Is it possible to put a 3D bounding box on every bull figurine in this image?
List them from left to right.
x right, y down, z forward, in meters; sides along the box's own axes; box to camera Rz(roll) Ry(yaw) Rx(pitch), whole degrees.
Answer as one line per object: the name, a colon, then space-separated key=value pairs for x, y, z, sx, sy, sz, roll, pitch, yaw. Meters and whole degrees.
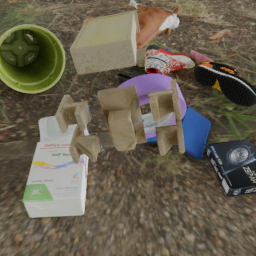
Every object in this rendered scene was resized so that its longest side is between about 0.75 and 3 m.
bull figurine: x=0.469 y=-3.311 z=8.903 sx=1.668 sy=0.895 sz=2.748 roll=27 pitch=48 yaw=19

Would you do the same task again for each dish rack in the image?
dish rack: x=0.256 y=-2.175 z=11.423 sx=0.944 sy=0.336 sz=1.231 roll=25 pitch=48 yaw=23

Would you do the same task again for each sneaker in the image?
sneaker: x=1.727 y=-2.530 z=11.593 sx=2.233 sy=0.746 sz=1.197 roll=14 pitch=71 yaw=-15
sneaker: x=3.902 y=-1.867 z=10.618 sx=1.241 sy=0.965 sz=2.758 roll=-32 pitch=50 yaw=-26

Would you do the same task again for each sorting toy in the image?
sorting toy: x=0.713 y=-3.075 z=12.393 sx=2.507 sy=0.342 sz=1.412 roll=-23 pitch=44 yaw=-23

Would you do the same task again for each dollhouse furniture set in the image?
dollhouse furniture set: x=-0.180 y=-0.790 z=5.751 sx=2.349 sy=2.558 sz=1.664 roll=-7 pitch=37 yaw=9

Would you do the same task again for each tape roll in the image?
tape roll: x=0.438 y=-0.445 z=6.575 sx=1.757 sy=1.757 sz=0.576 roll=-9 pitch=56 yaw=-9

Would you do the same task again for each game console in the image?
game console: x=1.598 y=0.124 z=9.085 sx=1.602 sy=1.110 sz=1.876 roll=-11 pitch=33 yaw=36

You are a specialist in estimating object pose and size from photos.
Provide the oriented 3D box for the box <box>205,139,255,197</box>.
box: x=3.133 y=1.079 z=7.929 sx=1.332 sy=0.362 sz=1.663 roll=-6 pitch=44 yaw=-7

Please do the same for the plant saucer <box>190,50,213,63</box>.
plant saucer: x=3.144 y=-2.953 z=11.963 sx=1.141 sy=0.289 sz=1.141 roll=25 pitch=17 yaw=-8

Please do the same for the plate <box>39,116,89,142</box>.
plate: x=-2.125 y=-0.020 z=9.139 sx=1.530 sy=0.248 sz=1.533 roll=-12 pitch=41 yaw=-12

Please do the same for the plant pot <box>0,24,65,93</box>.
plant pot: x=-4.032 y=-2.907 z=10.963 sx=2.500 sy=2.500 sz=2.299 roll=-22 pitch=35 yaw=-22

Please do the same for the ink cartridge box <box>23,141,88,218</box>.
ink cartridge box: x=-1.825 y=1.114 z=7.560 sx=1.400 sy=0.805 sz=2.390 roll=-2 pitch=43 yaw=-2
